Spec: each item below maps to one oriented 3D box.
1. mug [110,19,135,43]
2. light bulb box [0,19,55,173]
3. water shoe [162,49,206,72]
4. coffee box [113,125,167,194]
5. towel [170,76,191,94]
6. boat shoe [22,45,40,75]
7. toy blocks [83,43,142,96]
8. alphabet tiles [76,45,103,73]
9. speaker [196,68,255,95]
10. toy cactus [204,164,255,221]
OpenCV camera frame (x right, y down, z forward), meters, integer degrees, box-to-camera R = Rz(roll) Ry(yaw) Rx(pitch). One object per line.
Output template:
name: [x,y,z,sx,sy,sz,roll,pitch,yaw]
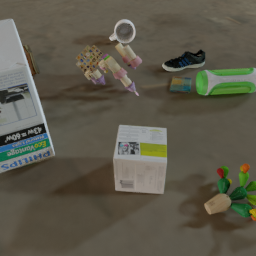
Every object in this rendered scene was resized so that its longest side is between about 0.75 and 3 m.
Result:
mug: [-0.257,-3.857,11.237,1.105,0.816,0.969,-28,29,14]
light bulb box: [-2.868,-0.729,6.352,1.547,2.479,2.457,-17,44,-16]
water shoe: [1.910,-2.374,9.615,1.541,0.608,0.551,-11,43,-12]
coffee box: [0.273,0.651,5.897,1.024,1.023,1.013,3,42,4]
towel: [1.681,-1.382,8.902,0.631,0.093,0.861,9,41,10]
boat shoe: [-3.474,-2.232,9.478,0.661,0.699,1.943,-20,36,-16]
toy blocks: [-0.298,-1.569,8.500,1.557,1.311,1.455,-39,24,2]
alphabet tiles: [-1.186,-2.124,8.620,0.686,0.026,0.824,44,91,5]
speaker: [3.016,-1.394,8.389,1.812,0.801,0.801,-4,42,-4]
toy cactus: [2.101,1.340,5.490,1.201,0.744,1.455,-22,54,-10]
